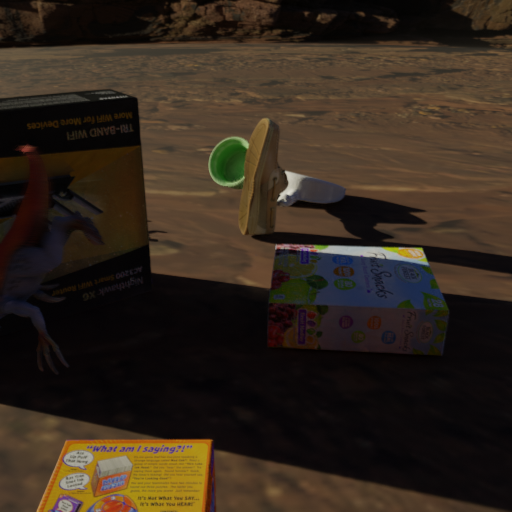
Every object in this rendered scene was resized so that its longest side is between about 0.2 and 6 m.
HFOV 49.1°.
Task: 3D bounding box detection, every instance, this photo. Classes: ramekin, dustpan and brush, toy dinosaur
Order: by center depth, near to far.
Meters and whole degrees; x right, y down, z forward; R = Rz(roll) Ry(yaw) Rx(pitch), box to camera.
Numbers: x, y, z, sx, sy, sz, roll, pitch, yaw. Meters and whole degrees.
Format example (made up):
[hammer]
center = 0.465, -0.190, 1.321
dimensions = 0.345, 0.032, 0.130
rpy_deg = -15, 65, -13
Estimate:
[toy dinosaur]
center = -2.585, 0.194, 6.017
dimensions = 1.918, 2.114, 1.110
rpy_deg = -33, 20, -7
[dustpan and brush]
center = 0.779, -1.225, 10.625
dimensions = 1.555, 0.638, 2.229
rpy_deg = 16, 8, 14
[ramekin]
center = -0.405, -1.853, 11.436
dimensions = 1.021, 1.021, 0.499
rpy_deg = 14, -3, 28

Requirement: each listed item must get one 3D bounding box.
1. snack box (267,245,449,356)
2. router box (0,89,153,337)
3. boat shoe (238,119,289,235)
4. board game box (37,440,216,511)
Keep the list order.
[snack box]
center = 1.212, 0.487, 7.141
dimensions = 2.046, 0.693, 1.726
rpy_deg = 3, 25, 4
[router box]
center = -3.060, -0.452, 6.763
dimensions = 3.449, 2.711, 0.901
rpy_deg = -17, 30, -32
[boat shoe]
center = 0.179, -1.269, 9.287
dimensions = 0.655, 2.015, 0.727
rpy_deg = 1, 28, -17
[board game box]
center = -0.807, 1.951, 3.645
dimensions = 1.037, 1.037, 1.036
rpy_deg = 0, 25, 0
